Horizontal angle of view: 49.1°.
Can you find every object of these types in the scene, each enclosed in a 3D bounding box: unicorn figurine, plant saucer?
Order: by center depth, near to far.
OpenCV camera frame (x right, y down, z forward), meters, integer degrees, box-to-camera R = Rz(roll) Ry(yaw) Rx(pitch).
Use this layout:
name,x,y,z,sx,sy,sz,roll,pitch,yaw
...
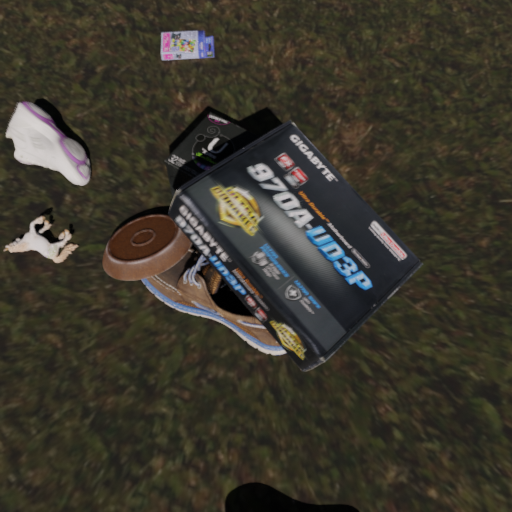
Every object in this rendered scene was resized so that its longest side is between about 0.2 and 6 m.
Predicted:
name,x,y,z,sx,sy,sz,roll,pitch,yaw
plant saucer,-2.131,-0.257,10.771,1.833,0.316,1.833,-11,38,9
unicorn figurine,-4.297,-0.287,11.091,1.306,0.482,0.897,25,69,11

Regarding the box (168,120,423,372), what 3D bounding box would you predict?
name,x,y,z,sx,sy,sz,roll,pitch,yaw
box,0.698,-0.280,9.533,2.814,0.814,3.541,-37,82,-30

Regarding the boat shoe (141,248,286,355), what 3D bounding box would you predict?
name,x,y,z,sx,sy,sz,roll,pitch,yaw
boat shoe,-0.696,0.486,10.207,3.453,1.250,1.247,25,62,12

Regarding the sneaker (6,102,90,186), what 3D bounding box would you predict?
name,x,y,z,sx,sy,sz,roll,pitch,yaw
sneaker,-4.490,-2.221,12.116,2.318,0.868,1.155,46,106,13

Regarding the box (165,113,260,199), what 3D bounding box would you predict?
name,x,y,z,sx,sy,sz,roll,pitch,yaw
box,-0.469,-1.548,11.320,2.146,1.334,1.594,29,64,16

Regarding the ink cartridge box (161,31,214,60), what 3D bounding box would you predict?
name,x,y,z,sx,sy,sz,roll,pitch,yaw
ink cartridge box,-1.727,-5.300,14.076,1.312,0.275,0.783,-2,61,-3
